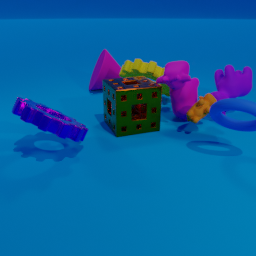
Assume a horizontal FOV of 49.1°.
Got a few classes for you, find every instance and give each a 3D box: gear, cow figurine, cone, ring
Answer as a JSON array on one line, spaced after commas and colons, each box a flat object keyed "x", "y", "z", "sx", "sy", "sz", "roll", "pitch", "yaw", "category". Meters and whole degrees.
[{"x": 0.698, "y": -1.602, "z": 9.220, "sx": 1.937, "sy": 0.358, "sz": 1.937, "roll": 18, "pitch": -11, "yaw": 4, "category": "gear"}, {"x": -1.609, "y": -0.179, "z": 5.881, "sx": 1.554, "sy": 0.287, "sz": 1.554, "roll": 26, "pitch": 3, "yaw": -2, "category": "gear"}, {"x": 1.852, "y": -0.491, "z": 7.127, "sx": 0.498, "sy": 0.907, "sz": 0.893, "roll": 48, "pitch": 8, "yaw": 3, "category": "cow figurine"}, {"x": -0.440, "y": -1.936, "z": 10.771, "sx": 1.637, "sy": 1.631, "sz": 1.631, "roll": 19, "pitch": 18, "yaw": -18, "category": "cone"}, {"x": 2.228, "y": -0.243, "z": 5.623, "sx": 1.165, "sy": 0.233, "sz": 1.165, "roll": 18, "pitch": -18, "yaw": 6, "category": "ring"}, {"x": 1.414, "y": -0.958, "z": 7.518, "sx": 0.908, "sy": 1.654, "sz": 1.628, "roll": 0, "pitch": 15, "yaw": 27, "category": "cow figurine"}, {"x": 2.902, "y": -1.001, "z": 7.962, "sx": 1.513, "sy": 1.489, "sz": 0.830, "roll": -1, "pitch": -6, "yaw": -21, "category": "cow figurine"}]

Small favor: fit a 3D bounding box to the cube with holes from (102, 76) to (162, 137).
[{"x": 0.075, "y": -0.608, "z": 7.324, "sx": 1.184, "sy": 1.184, "sz": 1.184, "roll": -8, "pitch": 25, "yaw": -18, "category": "cube with holes"}]
